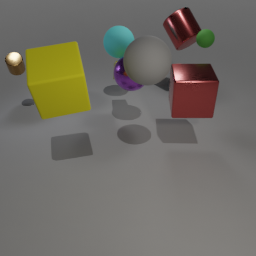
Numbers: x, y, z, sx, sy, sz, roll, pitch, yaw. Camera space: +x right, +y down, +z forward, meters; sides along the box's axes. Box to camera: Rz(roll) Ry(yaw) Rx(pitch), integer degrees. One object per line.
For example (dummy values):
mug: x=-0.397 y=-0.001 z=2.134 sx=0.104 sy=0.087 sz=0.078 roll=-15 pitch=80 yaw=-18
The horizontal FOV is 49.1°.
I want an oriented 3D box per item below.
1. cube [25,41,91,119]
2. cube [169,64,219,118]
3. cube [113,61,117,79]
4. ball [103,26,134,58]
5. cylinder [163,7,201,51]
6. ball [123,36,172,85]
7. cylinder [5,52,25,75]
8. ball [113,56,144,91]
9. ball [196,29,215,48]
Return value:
cube: x=-1.894 y=-1.298 z=7.702 sx=1.400 sy=1.400 sz=1.400 roll=-12 pitch=55 yaw=-7
cube: x=2.174 y=-1.281 z=9.586 sx=1.400 sy=1.400 sz=1.400 roll=0 pitch=36 yaw=3
cube: x=-0.231 y=-2.426 z=11.923 sx=0.700 sy=0.700 sz=0.700 roll=2 pitch=5 yaw=-11
ball: x=-0.407 y=-3.859 z=12.601 sx=1.400 sy=1.400 sz=1.400 roll=0 pitch=31 yaw=0
cylinder: x=2.549 y=-4.579 z=13.022 sx=1.400 sy=1.400 sz=1.400 roll=-28 pitch=-3 yaw=-2
ball: x=0.560 y=-1.939 z=8.105 sx=1.400 sy=1.400 sz=1.400 roll=0 pitch=31 yaw=0
cylinder: x=-4.767 y=-2.706 z=11.862 sx=0.700 sy=0.700 sz=0.700 roll=3 pitch=66 yaw=-8
ball: x=0.134 y=-2.147 z=10.939 sx=1.400 sy=1.400 sz=1.400 roll=0 pitch=31 yaw=0
ball: x=3.013 y=-3.478 z=10.900 sx=0.700 sy=0.700 sz=0.700 roll=0 pitch=31 yaw=0
